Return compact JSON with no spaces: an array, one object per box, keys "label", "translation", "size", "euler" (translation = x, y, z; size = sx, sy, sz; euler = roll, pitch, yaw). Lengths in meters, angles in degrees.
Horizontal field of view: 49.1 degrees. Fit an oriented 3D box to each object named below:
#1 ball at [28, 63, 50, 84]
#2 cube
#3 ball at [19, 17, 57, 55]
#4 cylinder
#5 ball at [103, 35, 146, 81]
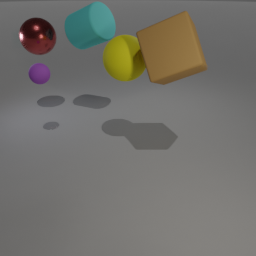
[{"label":"ball","translation":[-2.950,-1.808,9.337],"size":[0.700,0.700,0.700],"euler":[0,28,0]},{"label":"cube","translation":[1.249,-2.093,7.695],"size":[1.400,1.400,1.400],"euler":[-17,-1,22]},{"label":"ball","translation":[-3.524,-3.580,10.975],"size":[1.400,1.400,1.400],"euler":[0,28,0]},{"label":"cylinder","translation":[-1.428,-3.832,10.601],"size":[1.400,1.400,1.400],"euler":[-6,20,38]},{"label":"ball","translation":[-0.083,-2.149,8.665],"size":[1.400,1.400,1.400],"euler":[0,28,0]}]
